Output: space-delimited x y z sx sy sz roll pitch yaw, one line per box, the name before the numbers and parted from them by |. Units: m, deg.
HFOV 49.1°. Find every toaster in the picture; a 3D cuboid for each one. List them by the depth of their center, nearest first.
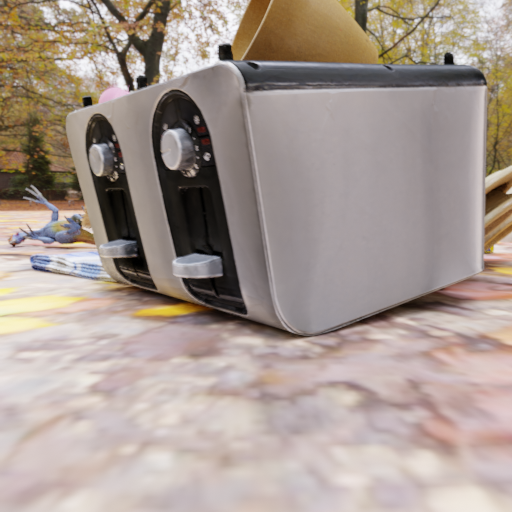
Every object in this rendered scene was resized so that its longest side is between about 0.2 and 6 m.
toaster | 0.290 -0.794 5.920 3.672 2.179 3.321 -14 14 -36

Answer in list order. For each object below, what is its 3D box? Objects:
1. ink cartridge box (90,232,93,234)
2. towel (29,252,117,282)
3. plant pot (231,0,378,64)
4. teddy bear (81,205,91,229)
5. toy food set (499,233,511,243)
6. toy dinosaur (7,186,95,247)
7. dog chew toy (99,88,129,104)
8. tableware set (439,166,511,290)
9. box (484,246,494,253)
ink cartridge box | -3.546 -0.530 14.075 0.944 0.240 1.072 -1 6 2
towel | -1.898 0.090 7.910 2.250 0.268 1.653 4 7 38
plant pot | 0.691 -2.780 7.479 1.726 1.608 1.608 22 -2 -19
teddy bear | -2.075 -1.363 9.443 1.753 0.807 2.418 -17 47 13
toy food set | 5.974 -0.609 14.054 1.304 0.549 1.818 5 16 37
toy dinosaur | -4.186 -0.373 11.622 1.973 2.175 1.142 -24 26 42
dog chew toy | -2.020 -2.283 8.597 0.857 0.533 0.533 19 17 37
tableware set | 3.219 -0.384 7.559 2.354 0.714 3.561 -45 -20 26
box | 3.859 -0.621 11.714 0.993 0.911 2.834 0 5 -3
